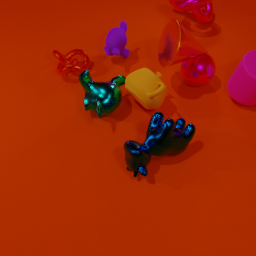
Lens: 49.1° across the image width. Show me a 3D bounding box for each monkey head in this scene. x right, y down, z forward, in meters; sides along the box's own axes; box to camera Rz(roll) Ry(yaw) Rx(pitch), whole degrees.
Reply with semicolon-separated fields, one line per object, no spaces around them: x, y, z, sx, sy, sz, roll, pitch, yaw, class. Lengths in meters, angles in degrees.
-0.722;-0.985;7.501;1.021;1.219;1.695;3;45;29;monkey head
-0.257;-2.629;8.751;0.949;0.795;1.319;24;65;-22;monkey head

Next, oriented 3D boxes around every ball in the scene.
2.033;-1.728;8.170;1.010;1.010;1.010;0;54;0;ball

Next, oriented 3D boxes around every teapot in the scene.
0.532;-1.135;7.624;0.945;1.201;1.931;-46;22;-1;teapot

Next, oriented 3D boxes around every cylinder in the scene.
3.410;-1.336;7.552;1.089;1.089;1.089;2;62;-4;cylinder

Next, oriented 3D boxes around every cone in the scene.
1.632;-2.151;7.544;1.231;1.227;1.227;5;52;-19;cone

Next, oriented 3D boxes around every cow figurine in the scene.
0.711;0.450;6.707;1.625;1.599;0.892;12;16;-34;cow figurine

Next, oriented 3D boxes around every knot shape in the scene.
2.107;-4.555;9.886;1.905;0.941;2.036;41;29;20;knot shape
-1.810;-1.995;8.573;1.168;0.540;1.093;12;43;0;knot shape
